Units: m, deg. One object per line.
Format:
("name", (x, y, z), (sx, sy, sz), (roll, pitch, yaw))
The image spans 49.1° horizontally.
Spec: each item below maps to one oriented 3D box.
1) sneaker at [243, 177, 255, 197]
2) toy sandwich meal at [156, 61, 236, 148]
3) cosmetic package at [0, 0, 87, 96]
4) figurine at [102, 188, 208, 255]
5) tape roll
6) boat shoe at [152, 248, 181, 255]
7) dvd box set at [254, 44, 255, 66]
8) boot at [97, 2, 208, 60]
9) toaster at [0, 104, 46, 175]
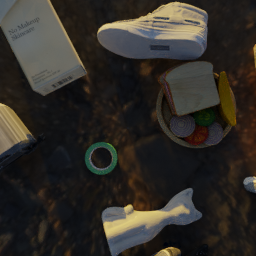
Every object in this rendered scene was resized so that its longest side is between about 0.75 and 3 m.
("sneaker", (3.867, 2.058, 6.830), (2.468, 0.966, 0.953), (33, 97, 3))
("toy sandwich meal", (1.739, -0.599, 6.990), (2.267, 0.776, 2.267), (0, 88, 0))
("cosmetic package", (-2.227, -2.283, 6.987), (1.342, 0.947, 2.591), (-28, 89, -1))
("figurine", (0.820, 2.846, 6.735), (2.414, 1.065, 2.474), (-16, 95, -9))
("tape roll", (-0.687, 0.779, 7.228), (0.826, 0.199, 0.826), (0, 87, -1))
("boat shoe", (0.682, 3.019, 6.211), (0.397, 1.394, 0.466), (-1, 53, -33))
("dvd box set", (4.404, -0.766, 6.876), (2.166, 0.435, 2.960), (-5, 88, 17))
("boot", (0.654, -2.516, 7.112), (2.691, 0.990, 1.286), (10, 63, 8))
("toaster", (-3.229, 0.326, 6.761), (2.087, 1.186, 1.348), (-36, 86, -2))
